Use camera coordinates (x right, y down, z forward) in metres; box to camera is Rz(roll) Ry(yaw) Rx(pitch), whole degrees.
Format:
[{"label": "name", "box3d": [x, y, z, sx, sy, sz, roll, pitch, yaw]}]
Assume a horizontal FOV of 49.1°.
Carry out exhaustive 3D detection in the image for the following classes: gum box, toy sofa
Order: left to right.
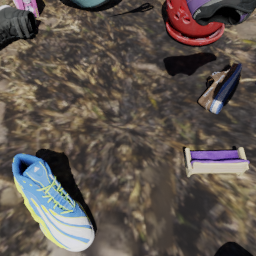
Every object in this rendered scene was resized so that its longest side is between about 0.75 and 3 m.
[{"label": "gum box", "box3d": [-3.950, -4.954, 10.368, 0.635, 1.091, 1.922, -24, 57, -16]}, {"label": "toy sofa", "box3d": [2.033, 0.742, 6.502, 1.368, 0.667, 0.566, -1, 54, 0]}]

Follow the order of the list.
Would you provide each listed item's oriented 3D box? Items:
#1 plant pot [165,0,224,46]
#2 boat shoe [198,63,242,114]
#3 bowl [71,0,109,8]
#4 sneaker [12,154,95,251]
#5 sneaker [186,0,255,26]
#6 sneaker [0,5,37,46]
[{"label": "plant pot", "box3d": [2.256, -4.004, 9.092, 2.240, 2.040, 2.240, 0, 54, -1]}, {"label": "boat shoe", "box3d": [2.633, -1.271, 7.949, 0.697, 0.695, 1.925, 27, 58, 20]}, {"label": "bowl", "box3d": [-1.300, -5.587, 10.202, 2.931, 1.533, 2.931, -15, 55, 24]}, {"label": "sneaker", "box3d": [-1.644, 1.412, 5.636, 2.407, 1.264, 0.911, 37, 62, 24]}, {"label": "sneaker", "box3d": [1.782, -1.919, 4.323, 1.768, 0.670, 0.774, -10, 70, -3]}, {"label": "sneaker", "box3d": [-3.982, -3.159, 9.131, 1.350, 0.963, 2.723, 9, 50, 13]}]
